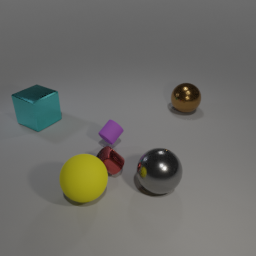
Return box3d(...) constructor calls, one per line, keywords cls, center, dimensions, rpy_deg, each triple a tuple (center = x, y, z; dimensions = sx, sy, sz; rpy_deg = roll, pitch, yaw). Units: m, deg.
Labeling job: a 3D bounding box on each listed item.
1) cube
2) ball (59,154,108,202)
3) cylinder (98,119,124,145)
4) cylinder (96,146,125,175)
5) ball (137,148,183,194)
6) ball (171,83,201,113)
box3d(cls="cube", center=(-3.948, -0.902, 12.223), dimensions=(1.400, 1.400, 1.400), rpy_deg=(19, 36, 29))
box3d(cls="ball", center=(-1.293, 1.459, 8.211), dimensions=(1.400, 1.400, 1.400), rpy_deg=(0, 31, 0))
box3d(cls="cylinder", center=(-0.643, 0.157, 10.579), dimensions=(0.700, 0.700, 0.700), rpy_deg=(28, 72, 37))
box3d(cls="cylinder", center=(-0.588, 1.065, 9.191), dimensions=(0.700, 0.700, 0.700), rpy_deg=(-32, 33, 24))
box3d(cls="ball", center=(0.961, 1.306, 8.578), dimensions=(1.400, 1.400, 1.400), rpy_deg=(0, 31, 0))
box3d(cls="ball", center=(2.699, -1.402, 13.055), dimensions=(1.400, 1.400, 1.400), rpy_deg=(0, 31, 0))
